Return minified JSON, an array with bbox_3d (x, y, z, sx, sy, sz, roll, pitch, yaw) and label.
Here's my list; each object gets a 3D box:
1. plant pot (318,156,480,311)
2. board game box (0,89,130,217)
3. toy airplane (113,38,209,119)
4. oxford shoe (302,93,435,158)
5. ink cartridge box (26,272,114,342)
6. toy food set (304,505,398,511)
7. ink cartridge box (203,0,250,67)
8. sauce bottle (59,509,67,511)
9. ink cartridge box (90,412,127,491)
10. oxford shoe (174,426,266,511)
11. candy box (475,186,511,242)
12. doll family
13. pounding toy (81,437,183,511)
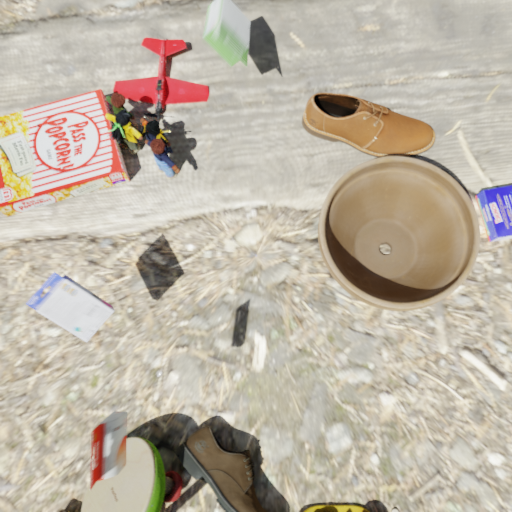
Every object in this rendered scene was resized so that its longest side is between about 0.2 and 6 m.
[{"bbox_3d":[2.415,-0.285,10.021,2.734,1.262,2.734,0,74,-1],"label":"plant pot"},{"bbox_3d":[-3.911,-2.010,10.874,2.460,0.570,1.864,-18,75,-5],"label":"board game box"},{"bbox_3d":[-1.908,-3.706,11.480,2.000,0.368,2.000,0,74,-2],"label":"toy airplane"},{"bbox_3d":[2.226,-2.570,10.871,2.650,0.944,0.945,11,73,1],"label":"oxford shoe"},{"bbox_3d":[-2.689,0.724,8.134,0.642,0.226,1.076,-48,122,3],"label":"ink cartridge box"},{"bbox_3d":[1.505,4.637,8.905,2.009,0.656,1.182,-1,74,0],"label":"toy food set"},{"bbox_3d":[-0.521,-3.917,9.968,0.430,0.752,1.449,-26,45,32],"label":"ink cartridge box"},{"bbox_3d":[-2.665,4.568,9.047,1.339,0.433,0.433,22,75,7],"label":"sauce bottle"},{"bbox_3d":[-1.619,2.130,6.188,0.200,0.797,0.646,2,89,0],"label":"ink cartridge box"},{"bbox_3d":[-0.288,3.680,9.121,0.922,0.794,2.185,-43,78,-12],"label":"oxford shoe"},{"bbox_3d":[4.888,-0.834,10.606,1.147,0.442,0.970,-9,76,-4],"label":"candy box"},{"bbox_3d":[-2.153,-2.274,10.609,2.067,1.195,0.811,31,72,7],"label":"doll family"},{"bbox_3d":[-1.800,4.102,8.793,1.766,1.062,2.288,-39,36,19],"label":"pounding toy"}]
